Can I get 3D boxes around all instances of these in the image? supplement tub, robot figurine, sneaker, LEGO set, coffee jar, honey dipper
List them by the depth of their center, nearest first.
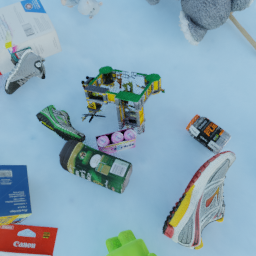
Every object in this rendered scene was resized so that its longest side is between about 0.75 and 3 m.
[{"bbox_3d":[0.104,2.743,5.377,1.285,0.847,1.464,-31,67,10],"label":"robot figurine"},{"bbox_3d":[1.698,1.502,6.040,0.951,0.901,2.315,33,78,10],"label":"sneaker"},{"bbox_3d":[-0.733,0.858,6.291,1.606,0.838,0.685,21,66,11],"label":"coffee jar"},{"bbox_3d":[1.924,0.133,6.766,0.976,0.598,0.598,38,70,16],"label":"supplement tub"},{"bbox_3d":[-1.593,-0.130,6.917,1.421,0.555,0.605,34,69,15],"label":"sneaker"},{"bbox_3d":[-0.124,-0.658,7.047,2.004,1.161,1.541,8,44,16],"label":"LEGO set"},{"bbox_3d":[-2.621,-1.361,7.382,0.774,0.503,1.340,28,87,-2],"label":"sneaker"},{"bbox_3d":[3.353,-2.989,8.393,0.434,0.434,2.283,-24,70,-11],"label":"honey dipper"}]

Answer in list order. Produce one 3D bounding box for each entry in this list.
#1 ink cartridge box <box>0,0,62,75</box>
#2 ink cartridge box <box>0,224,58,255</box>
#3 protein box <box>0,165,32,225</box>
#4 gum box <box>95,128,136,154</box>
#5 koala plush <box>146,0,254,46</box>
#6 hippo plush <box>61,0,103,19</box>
[{"bbox_3d":[-3.415,-2.477,7.848,2.633,0.885,1.530,-25,67,-11],"label":"ink cartridge box"},{"bbox_3d":[-2.209,2.599,5.738,1.365,0.297,1.185,3,66,3],"label":"ink cartridge box"},{"bbox_3d":[-2.689,1.401,5.811,1.076,0.731,1.084,6,57,-40],"label":"protein box"},{"bbox_3d":[-0.262,0.328,6.700,0.954,0.541,0.315,-13,65,-6],"label":"gum box"},{"bbox_3d":[1.877,-3.963,7.858,2.521,2.613,2.843,-32,94,8],"label":"koala plush"},{"bbox_3d":[-1.398,-3.839,8.644,1.029,1.019,1.280,57,33,4],"label":"hippo plush"}]
